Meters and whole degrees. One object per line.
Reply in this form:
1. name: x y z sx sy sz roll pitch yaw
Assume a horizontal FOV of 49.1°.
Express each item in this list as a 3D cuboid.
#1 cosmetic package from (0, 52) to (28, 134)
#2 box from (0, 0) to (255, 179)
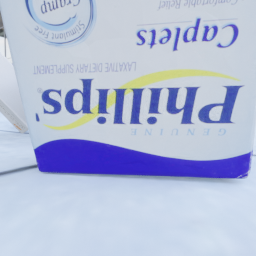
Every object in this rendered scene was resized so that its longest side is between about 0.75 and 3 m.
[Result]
1. cosmetic package: -2.807 -1.106 5.647 0.689 2.722 1.124 -46 15 -22
2. box: 0.117 -0.766 2.691 2.077 2.258 1.185 0 24 12
